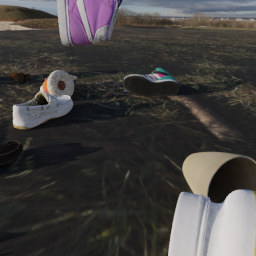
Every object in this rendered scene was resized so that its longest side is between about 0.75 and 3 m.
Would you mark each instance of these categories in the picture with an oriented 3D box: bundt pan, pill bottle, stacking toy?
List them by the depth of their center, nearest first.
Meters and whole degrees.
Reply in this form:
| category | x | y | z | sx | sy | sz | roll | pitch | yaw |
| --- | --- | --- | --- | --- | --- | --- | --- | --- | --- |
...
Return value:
| category | x | y | z | sx | sy | sz | roll | pitch | yaw |
| --- | --- | --- | --- | --- | --- | --- | --- | --- | --- |
| pill bottle | 1.579 | 1.313 | 2.842 | 2.212 | 1.231 | 1.231 | 8 | 25 | 17 |
| stacking toy | -2.701 | -1.445 | 9.932 | 1.425 | 1.041 | 1.041 | 0 | 17 | 43 |
| bundt pan | -2.572 | -1.714 | 10.883 | 1.229 | 0.461 | 1.229 | -1 | 23 | 0 |

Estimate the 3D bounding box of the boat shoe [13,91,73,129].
| category | x | y | z | sx | sy | sz | roll | pitch | yaw |
| --- | --- | --- | --- | --- | --- | --- | --- | --- | --- |
| boat shoe | -2.355 | -0.681 | 8.067 | 0.789 | 0.772 | 2.228 | 10 | 25 | 22 |

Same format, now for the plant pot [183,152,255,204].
| category | x | y | z | sx | sy | sz | roll | pitch | yaw |
| --- | --- | --- | --- | --- | --- | --- | --- | --- | --- |
| plant pot | 1.391 | 0.790 | 4.559 | 1.015 | 1.015 | 1.084 | -8 | 14 | -18 |

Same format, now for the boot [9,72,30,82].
| category | x | y | z | sx | sy | sz | roll | pitch | yaw |
| --- | --- | --- | --- | --- | --- | --- | --- | --- | --- |
| boot | -4.936 | -2.310 | 12.333 | 0.805 | 0.398 | 1.037 | 9 | 23 | 17 |

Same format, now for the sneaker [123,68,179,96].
| category | x | y | z | sx | sy | sz | roll | pitch | yaw |
| --- | --- | --- | --- | --- | --- | --- | --- | --- | --- |
| sneaker | 0.823 | -1.783 | 10.493 | 2.035 | 0.851 | 1.229 | 6 | 28 | -5 |

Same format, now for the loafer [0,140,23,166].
| category | x | y | z | sx | sy | sz | roll | pitch | yaw |
| --- | --- | --- | --- | --- | --- | --- | --- | --- | --- |
| loafer | -2.697 | 0.524 | 5.633 | 0.492 | 0.481 | 1.348 | 12 | 26 | 25 |

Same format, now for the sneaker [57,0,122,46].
| category | x | y | z | sx | sy | sz | roll | pitch | yaw |
| --- | --- | --- | --- | --- | --- | --- | --- | --- | --- |
| sneaker | -0.785 | -2.890 | 5.699 | 1.315 | 2.306 | 0.836 | -5 | 11 | 4 |

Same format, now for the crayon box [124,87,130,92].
| category | x | y | z | sx | sy | sz | roll | pitch | yaw |
| --- | --- | --- | --- | --- | --- | --- | --- | --- | --- |
| crayon box | 0.215 | -1.563 | 10.832 | 0.753 | 0.220 | 0.650 | 0 | 22 | -1 |
